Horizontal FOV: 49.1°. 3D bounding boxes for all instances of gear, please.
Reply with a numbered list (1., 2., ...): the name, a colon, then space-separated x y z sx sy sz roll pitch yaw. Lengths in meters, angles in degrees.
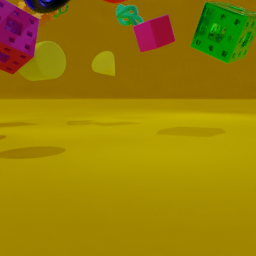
1. gear: -3.009 -3.780 9.077 1.445 1.445 0.267 1 -33 11

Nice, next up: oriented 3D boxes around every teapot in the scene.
1. teapot: -3.003 -4.508 10.183 1.670 0.817 1.038 4 1 -25

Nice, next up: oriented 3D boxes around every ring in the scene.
1. ring: -1.814 -3.685 6.940 0.384 1.919 1.919 45 15 6

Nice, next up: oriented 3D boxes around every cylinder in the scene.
1. cylinder: -3.126 -2.379 10.065 1.279 1.279 1.279 4 7 40

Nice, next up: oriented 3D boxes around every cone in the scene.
1. cone: -0.786 -2.429 11.526 1.025 1.025 1.029 4 -22 29

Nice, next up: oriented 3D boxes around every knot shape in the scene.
1. knot shape: 0.004 -4.398 10.918 1.301 0.601 1.217 26 3 11

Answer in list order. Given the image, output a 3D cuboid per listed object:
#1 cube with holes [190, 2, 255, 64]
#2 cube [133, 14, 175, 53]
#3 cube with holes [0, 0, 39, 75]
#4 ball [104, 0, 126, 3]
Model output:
1. cube with holes: 2.970 -2.918 8.461 1.331 1.331 1.331 35 39 28
2. cube: 0.992 -3.564 10.617 1.017 1.017 1.017 -29 20 -30
3. cube with holes: -3.062 -2.240 6.915 1.147 1.147 1.147 -19 -28 41
4. ball: -0.274 -3.076 5.637 1.037 1.037 1.037 0 6 0
